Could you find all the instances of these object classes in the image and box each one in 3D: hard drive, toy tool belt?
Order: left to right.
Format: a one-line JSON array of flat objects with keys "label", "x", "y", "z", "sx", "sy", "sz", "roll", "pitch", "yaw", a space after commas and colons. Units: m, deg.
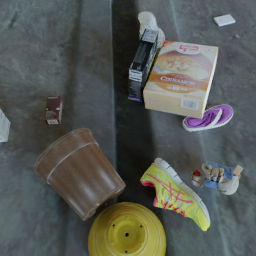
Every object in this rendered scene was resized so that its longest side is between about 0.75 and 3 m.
[{"label": "toy tool belt", "x": 2.827, "y": 1.428, "z": 9.031, "sx": 1.540, "sy": 0.946, "sz": 0.961, "roll": 12, "pitch": 28, "yaw": 21}, {"label": "hard drive", "x": 4.808, "y": -5.380, "z": 13.978, "sx": 0.889, "sy": 0.113, "sz": 0.587, "roll": -17, "pitch": 60, "yaw": -10}]

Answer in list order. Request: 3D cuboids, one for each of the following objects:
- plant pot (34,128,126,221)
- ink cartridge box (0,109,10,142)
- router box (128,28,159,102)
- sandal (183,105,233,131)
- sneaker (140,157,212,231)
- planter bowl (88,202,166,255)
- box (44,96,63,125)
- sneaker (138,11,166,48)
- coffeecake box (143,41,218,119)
[{"label": "plant pot", "x": -1.358, "y": 1.500, "z": 8.634, "sx": 2.159, "sy": 2.159, "sz": 2.138, "roll": -36, "pitch": 72, "yaw": -20}, {"label": "ink cartridge box", "x": -4.925, "y": -0.116, "z": 10.067, "sx": 0.870, "sy": 1.203, "sz": 0.874, "roll": -5, "pitch": 58, "yaw": 0}, {"label": "router box", "x": 0.610, "y": -2.496, "z": 11.195, "sx": 0.596, "sy": 1.794, "sz": 2.282, "roll": 15, "pitch": 59, "yaw": 9}, {"label": "sandal", "x": 3.113, "y": -0.411, "z": 10.635, "sx": 2.112, "sy": 0.519, "sz": 0.859, "roll": -22, "pitch": 61, "yaw": -11}, {"label": "sneaker", "x": 1.438, "y": 2.241, "z": 8.810, "sx": 1.217, "sy": 1.053, "sz": 2.695, "roll": -37, "pitch": 59, "yaw": -12}, {"label": "planter bowl", "x": -0.034, "y": 3.190, "z": 8.138, "sx": 2.378, "sy": 0.990, "sz": 2.378, "roll": 0, "pitch": 59, "yaw": 0}, {"label": "box", "x": -2.872, "y": -0.695, "z": 10.897, "sx": 0.557, "sy": 0.416, "sz": 1.111, "roll": -3, "pitch": 56, "yaw": -1}, {"label": "sneaker", "x": 0.922, "y": -4.595, "z": 13.090, "sx": 1.018, "sy": 0.871, "sz": 2.338, "roll": -20, "pitch": 60, "yaw": -7}, {"label": "coffeecake box", "x": 2.151, "y": -2.015, "z": 11.171, "sx": 2.269, "sy": 1.080, "sz": 2.955, "roll": 12, "pitch": 58, "yaw": 17}]
